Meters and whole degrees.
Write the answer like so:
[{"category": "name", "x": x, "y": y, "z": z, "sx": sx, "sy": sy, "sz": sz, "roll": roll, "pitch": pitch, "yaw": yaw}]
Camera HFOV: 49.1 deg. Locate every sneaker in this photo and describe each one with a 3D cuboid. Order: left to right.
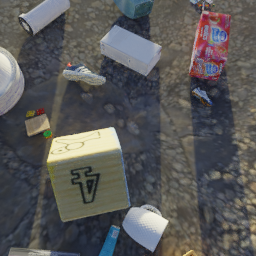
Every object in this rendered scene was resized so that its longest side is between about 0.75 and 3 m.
[{"category": "sneaker", "x": -1.670, "y": -2.229, "z": 11.078, "sx": 1.746, "sy": 0.655, "sz": 0.738, "roll": 13, "pitch": 68, "yaw": 7}, {"category": "sneaker", "x": 2.916, "y": -1.228, "z": 10.743, "sx": 0.401, "sy": 0.343, "sz": 0.910, "roll": -41, "pitch": 70, "yaw": -18}]

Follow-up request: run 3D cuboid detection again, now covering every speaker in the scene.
[{"category": "speaker", "x": -3.668, "y": -5.141, "z": 12.437, "sx": 0.930, "sy": 0.930, "sz": 2.290, "roll": 37, "pitch": 69, "yaw": 17}]

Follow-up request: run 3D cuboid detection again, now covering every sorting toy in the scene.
[{"category": "sorting toy", "x": -3.256, "y": -0.086, "z": 10.130, "sx": 0.783, "sy": 0.275, "sz": 1.625, "roll": -21, "pitch": 49, "yaw": -10}]

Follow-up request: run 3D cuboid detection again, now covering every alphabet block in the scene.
[{"category": "alphabet block", "x": -1.120, "y": 1.266, "z": 8.214, "sx": 1.945, "sy": 1.900, "sz": 1.910, "roll": -10, "pitch": 108, "yaw": -5}]

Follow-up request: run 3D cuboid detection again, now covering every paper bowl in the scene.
[{"category": "paper bowl", "x": -5.582, "y": -1.883, "z": 10.408, "sx": 3.004, "sy": 1.562, "sz": 3.004, "roll": 0, "pitch": 62, "yaw": 1}]

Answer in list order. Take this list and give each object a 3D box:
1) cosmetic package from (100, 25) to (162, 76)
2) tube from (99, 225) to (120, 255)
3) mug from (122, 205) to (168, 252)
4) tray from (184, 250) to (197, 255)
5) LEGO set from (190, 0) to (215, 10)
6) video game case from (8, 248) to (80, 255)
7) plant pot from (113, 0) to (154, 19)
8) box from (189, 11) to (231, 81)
[{"category": "cosmetic package", "x": 0.104, "y": -3.182, "z": 11.489, "sx": 2.267, "sy": 0.839, "sz": 1.152, "roll": 31, "pitch": 67, "yaw": 13}, {"category": "tube", "x": -0.545, "y": 3.463, "z": 8.331, "sx": 0.416, "sy": 0.271, "sz": 1.074, "roll": 19, "pitch": 80, "yaw": 11}, {"category": "mug", "x": 0.540, "y": 2.832, "z": 8.405, "sx": 1.141, "sy": 0.961, "sz": 1.301, "roll": 26, "pitch": 35, "yaw": 16}, {"category": "tray", "x": 1.136, "y": 4.581, "z": 7.708, "sx": 2.399, "sy": 0.444, "sz": 1.183, "roll": -28, "pitch": 67, "yaw": -13}, {"category": "LEGO set", "x": 3.587, "y": -6.009, "z": 13.264, "sx": 0.796, "sy": 0.261, "sz": 1.065, "roll": -37, "pitch": 69, "yaw": -13}, {"category": "video game case", "x": -2.454, "y": 4.679, "z": 7.296, "sx": 2.010, "sy": 0.267, "sz": 2.814, "roll": 6, "pitch": 51, "yaw": -4}, {"category": "plant pot", "x": 0.369, "y": -5.925, "z": 12.528, "sx": 1.624, "sy": 1.629, "sz": 1.659, "roll": -23, "pitch": 78, "yaw": -11}, {"category": "box", "x": 3.309, "y": -3.329, "z": 11.307, "sx": 1.203, "sy": 1.256, "sz": 2.520, "roll": 12, "pitch": 63, "yaw": 4}]
